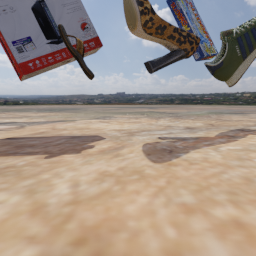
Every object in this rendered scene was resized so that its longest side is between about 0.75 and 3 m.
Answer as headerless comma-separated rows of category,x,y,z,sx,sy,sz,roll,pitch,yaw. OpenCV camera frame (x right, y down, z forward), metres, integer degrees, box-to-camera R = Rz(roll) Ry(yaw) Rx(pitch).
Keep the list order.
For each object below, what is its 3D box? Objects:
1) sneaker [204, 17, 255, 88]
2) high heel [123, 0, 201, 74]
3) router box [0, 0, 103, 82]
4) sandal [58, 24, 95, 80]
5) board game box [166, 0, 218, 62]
sneaker,3.609,-2.850,8.944,1.326,2.954,0.990,29,22,-2
high heel,0.989,-3.132,7.971,1.936,2.716,0.970,-28,21,-16
router box,-2.396,-2.924,8.051,2.635,2.365,0.644,-31,8,-28
sandal,-1.139,-1.797,6.533,0.392,1.435,0.586,-34,0,-1
board game box,2.333,-3.517,9.953,0.402,2.331,1.577,-27,-2,37
